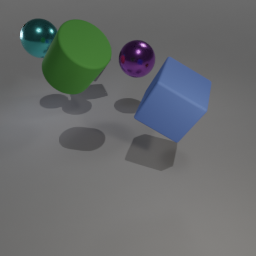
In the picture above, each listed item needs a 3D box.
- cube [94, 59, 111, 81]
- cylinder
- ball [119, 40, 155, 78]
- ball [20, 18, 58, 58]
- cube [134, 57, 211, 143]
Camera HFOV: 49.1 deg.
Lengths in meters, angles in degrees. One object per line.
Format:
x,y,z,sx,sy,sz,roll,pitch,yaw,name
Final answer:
-1.815,-3.162,12.386,1.400,1.400,1.400,11,45,-36,cube
-1.348,-1.789,7.246,1.400,1.400,1.400,14,61,-28,cylinder
0.342,-2.620,10.656,1.400,1.400,1.400,0,32,0,ball
-3.231,-3.296,10.335,1.400,1.400,1.400,0,32,0,ball
1.216,-0.760,7.558,1.400,1.400,1.400,30,44,-5,cube
